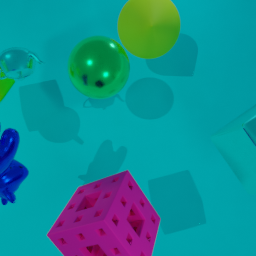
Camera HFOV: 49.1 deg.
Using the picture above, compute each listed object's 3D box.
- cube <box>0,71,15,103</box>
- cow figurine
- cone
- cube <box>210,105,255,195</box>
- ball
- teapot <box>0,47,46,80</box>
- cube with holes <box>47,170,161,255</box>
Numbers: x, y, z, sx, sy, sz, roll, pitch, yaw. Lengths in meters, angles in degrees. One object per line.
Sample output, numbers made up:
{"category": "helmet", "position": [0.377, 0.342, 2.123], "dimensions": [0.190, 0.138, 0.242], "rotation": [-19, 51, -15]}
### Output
{"category": "cube", "position": [-3.744, -1.026, 6.883], "dimensions": [1.119, 1.119, 1.119], "rotation": [-20, 38, 28]}
{"category": "cow figurine", "position": [-2.557, 0.717, 5.024], "dimensions": [0.957, 1.743, 1.715], "rotation": [25, 105, 22]}
{"category": "cone", "position": [0.528, -2.416, 6.662], "dimensions": [1.672, 1.678, 1.672], "rotation": [1, 109, 2]}
{"category": "cube", "position": [2.620, 0.273, 5.007], "dimensions": [1.378, 1.378, 1.378], "rotation": [-33, 85, -10]}
{"category": "ball", "position": [-0.649, -1.344, 6.281], "dimensions": [1.393, 1.393, 1.393], "rotation": [0, 81, 0]}
{"category": "teapot", "position": [-2.288, -1.323, 5.909], "dimensions": [1.254, 0.780, 0.614], "rotation": [-18, 84, 18]}
{"category": "cube with holes", "position": [-0.342, 1.695, 4.832], "dimensions": [1.197, 1.197, 1.197], "rotation": [-24, 108, 28]}
